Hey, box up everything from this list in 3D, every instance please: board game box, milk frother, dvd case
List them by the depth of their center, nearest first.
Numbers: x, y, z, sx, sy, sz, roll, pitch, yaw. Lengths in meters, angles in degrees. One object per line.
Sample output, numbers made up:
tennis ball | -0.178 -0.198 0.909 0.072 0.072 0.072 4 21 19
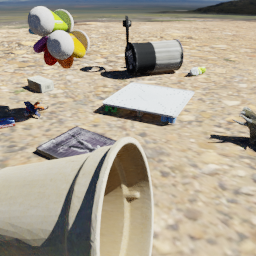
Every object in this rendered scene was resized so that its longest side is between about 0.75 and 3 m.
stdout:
dvd case | -1.190 0.584 7.748 2.170 0.173 1.614 18 32 30
board game box | -4.316 -0.114 9.173 1.120 0.109 0.577 -13 31 -23
board game box | 0.858 -1.039 10.647 2.752 0.356 2.751 12 29 22
milk frother | 1.126 -4.316 14.438 2.632 2.798 2.525 -10 25 -19

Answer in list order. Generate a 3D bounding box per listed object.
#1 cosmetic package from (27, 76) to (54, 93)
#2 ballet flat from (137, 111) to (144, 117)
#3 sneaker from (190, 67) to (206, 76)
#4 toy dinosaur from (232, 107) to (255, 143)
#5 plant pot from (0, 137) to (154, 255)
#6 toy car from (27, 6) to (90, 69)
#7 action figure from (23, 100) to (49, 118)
cosmetic package | -3.866 -1.941 12.364 1.191 0.423 0.627 25 36 39
ballet flat | 0.502 -0.711 10.123 0.303 0.300 0.891 4 27 8
sneaker | 3.447 -2.910 14.361 1.109 0.420 0.582 -10 16 -33
toy dinosaur | 4.471 0.289 7.706 1.456 1.095 2.846 -30 44 -26
plant pot | -0.953 1.371 4.262 2.204 2.407 2.407 -3 25 19
toy car | -2.300 -2.737 8.756 1.475 1.967 1.722 -38 4 26
action figure | -3.271 -0.613 9.974 0.867 0.469 0.896 -28 63 -31
